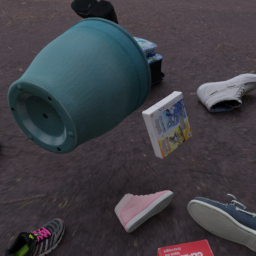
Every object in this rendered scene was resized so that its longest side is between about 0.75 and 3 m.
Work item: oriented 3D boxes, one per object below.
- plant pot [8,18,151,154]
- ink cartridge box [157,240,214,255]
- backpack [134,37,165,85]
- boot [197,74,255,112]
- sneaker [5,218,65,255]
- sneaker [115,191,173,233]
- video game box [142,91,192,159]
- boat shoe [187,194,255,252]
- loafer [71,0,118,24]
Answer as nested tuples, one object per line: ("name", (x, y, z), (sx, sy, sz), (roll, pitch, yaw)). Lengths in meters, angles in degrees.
("plant pot", (-1.218, -0.840, 6.702), (2.765, 2.765, 2.598), (17, 42, 21))
("ink cartridge box", (1.243, 3.550, 4.795), (1.023, 1.763, 2.444), (-7, 38, -9))
("backpack", (-0.087, -3.147, 13.327), (2.897, 2.129, 2.651), (23, 39, 33))
("boot", (4.580, -1.390, 12.063), (2.980, 1.096, 1.424), (-14, 45, -5))
("sneaker", (-2.234, 2.723, 6.743), (0.617, 0.732, 1.673), (28, 45, 32))
("sneaker", (0.403, 2.031, 7.718), (1.704, 0.641, 0.891), (-28, 50, -26))
("video game box", (0.858, -0.070, 5.894), (0.993, 1.090, 0.255), (-33, 28, -25))
("boat shoe", (2.788, 2.337, 7.083), (2.526, 0.946, 0.781), (19, 42, 21))
("loafer", (-1.379, -4.568, 11.215), (1.019, 1.012, 2.801), (-43, 49, -3))
